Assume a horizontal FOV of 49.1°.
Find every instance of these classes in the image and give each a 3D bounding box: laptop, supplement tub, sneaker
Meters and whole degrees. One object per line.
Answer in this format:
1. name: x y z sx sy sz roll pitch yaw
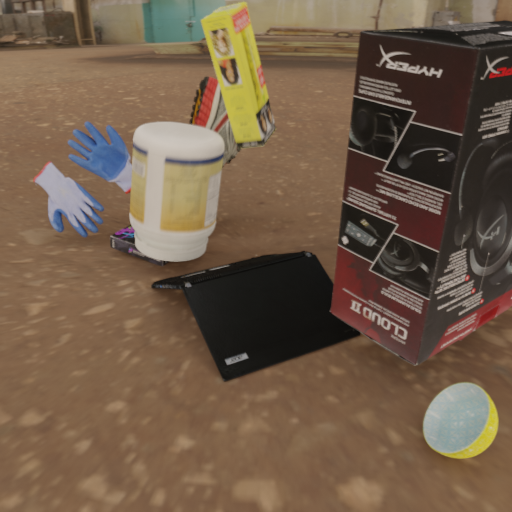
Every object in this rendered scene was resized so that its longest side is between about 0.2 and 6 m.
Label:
1. laptop: -0.105 0.758 8.412 2.202 1.283 2.484 -13 3 -26
2. supplement tub: -1.353 -1.075 9.372 1.468 2.033 1.468 8 26 -4
3. sneaker: -0.806 -1.992 10.904 1.115 2.715 1.057 10 18 -18

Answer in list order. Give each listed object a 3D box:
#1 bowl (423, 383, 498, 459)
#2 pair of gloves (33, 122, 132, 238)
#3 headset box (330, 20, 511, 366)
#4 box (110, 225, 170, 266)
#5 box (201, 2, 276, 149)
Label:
1. bowl: 2.210 1.784 5.851 0.438 0.815 0.815 38 19 -19
2. pair of gloves: -3.164 -1.405 10.420 1.682 2.092 0.238 44 -1 9
3. headset box: 2.541 -0.730 6.967 2.910 3.910 1.510 -20 36 -34
4. box: -1.770 -0.385 10.472 1.149 0.290 1.608 19 30 20
5. box: -0.238 -2.876 9.073 0.532 2.124 0.799 -2 33 24
